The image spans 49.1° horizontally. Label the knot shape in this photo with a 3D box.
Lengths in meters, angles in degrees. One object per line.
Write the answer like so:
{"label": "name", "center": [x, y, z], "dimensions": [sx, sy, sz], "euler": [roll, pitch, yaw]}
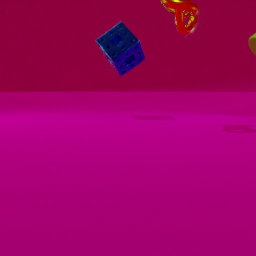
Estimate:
{"label": "knot shape", "center": [1.529, -3.652, 8.319], "dimensions": [0.832, 1.801, 1.686], "euler": [-30, 15, 20]}

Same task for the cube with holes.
{"label": "cube with holes", "center": [-0.270, -3.161, 11.344], "dimensions": [1.282, 1.282, 1.282], "euler": [-36, -23, 0]}

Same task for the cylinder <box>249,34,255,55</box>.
{"label": "cylinder", "center": [3.762, -2.326, 7.430], "dimensions": [0.749, 0.749, 0.749], "euler": [-38, 9, 2]}
